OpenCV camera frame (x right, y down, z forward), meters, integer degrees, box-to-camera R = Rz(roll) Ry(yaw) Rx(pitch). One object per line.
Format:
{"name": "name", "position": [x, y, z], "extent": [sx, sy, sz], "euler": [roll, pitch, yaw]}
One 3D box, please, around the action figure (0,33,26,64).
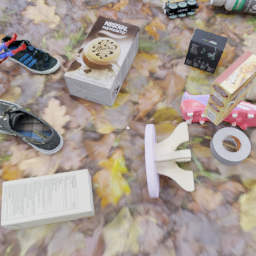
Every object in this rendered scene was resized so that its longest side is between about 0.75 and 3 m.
{"name": "action figure", "position": [-3.106, -1.750, 6.677], "extent": [1.409, 0.461, 0.364], "euler": [-22, 44, 16]}

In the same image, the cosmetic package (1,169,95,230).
{"name": "cosmetic package", "position": [-1.949, 1.787, 6.991], "extent": [2.109, 0.750, 1.110], "euler": [-7, 63, -4]}

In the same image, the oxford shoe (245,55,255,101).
{"name": "oxford shoe", "position": [3.918, -1.630, 8.870], "extent": [0.638, 0.601, 1.705], "euler": [2, 61, 7]}

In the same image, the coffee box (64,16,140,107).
{"name": "coffee box", "position": [-0.726, -2.146, 8.872], "extent": [1.471, 1.039, 2.603], "euler": [17, 64, 9]}

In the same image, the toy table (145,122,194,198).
{"name": "toy table", "position": [1.057, 0.787, 7.136], "extent": [1.084, 1.701, 1.851], "euler": [-6, 90, 12]}

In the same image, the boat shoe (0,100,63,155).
{"name": "boat shoe", "position": [-3.111, -0.198, 7.989], "extent": [2.858, 0.809, 0.981], "euler": [25, 65, 12]}

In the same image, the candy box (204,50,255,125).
{"name": "candy box", "position": [2.328, -0.827, 6.368], "extent": [1.011, 1.751, 0.484], "euler": [-42, 71, -9]}

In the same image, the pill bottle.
{"name": "pill bottle", "position": [4.332, -4.879, 10.120], "extent": [2.387, 1.350, 1.350], "euler": [11, 63, 6]}

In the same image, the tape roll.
{"name": "tape roll", "position": [2.871, 0.511, 7.889], "extent": [1.032, 0.341, 1.032], "euler": [0, 63, -1]}

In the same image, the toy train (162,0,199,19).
{"name": "toy train", "position": [1.937, -4.521, 10.424], "extent": [1.330, 0.567, 0.758], "euler": [-13, 51, -4]}

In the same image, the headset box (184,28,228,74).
{"name": "headset box", "position": [2.469, -2.464, 8.936], "extent": [1.065, 1.224, 0.568], "euler": [21, 65, 12]}

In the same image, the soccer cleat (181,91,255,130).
{"name": "soccer cleat", "position": [2.872, -0.591, 8.203], "extent": [2.624, 0.875, 1.003], "euler": [3, 61, 5]}

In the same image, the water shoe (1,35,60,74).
{"name": "water shoe", "position": [-3.225, -2.388, 9.124], "extent": [2.062, 0.814, 0.737], "euler": [18, 64, 9]}
